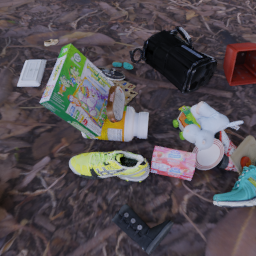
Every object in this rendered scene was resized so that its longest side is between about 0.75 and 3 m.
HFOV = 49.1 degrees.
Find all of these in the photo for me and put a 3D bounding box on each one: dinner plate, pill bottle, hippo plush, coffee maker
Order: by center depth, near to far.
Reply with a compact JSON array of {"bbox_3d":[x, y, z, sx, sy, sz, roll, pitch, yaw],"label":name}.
[{"bbox_3d":[2.362,0.105,8.487,1.541,1.227,1.239,32,80,17],"label":"hippo plush"},{"bbox_3d":[2.910,0.961,10.213,1.287,0.156,1.287,-29,42,30],"label":"dinner plate"},{"bbox_3d":[-0.459,-0.196,10.794,2.456,1.364,1.364,5,50,4],"label":"pill bottle"},{"bbox_3d":[2.135,-2.962,12.988,2.841,1.993,2.958,-36,56,-9],"label":"coffee maker"}]

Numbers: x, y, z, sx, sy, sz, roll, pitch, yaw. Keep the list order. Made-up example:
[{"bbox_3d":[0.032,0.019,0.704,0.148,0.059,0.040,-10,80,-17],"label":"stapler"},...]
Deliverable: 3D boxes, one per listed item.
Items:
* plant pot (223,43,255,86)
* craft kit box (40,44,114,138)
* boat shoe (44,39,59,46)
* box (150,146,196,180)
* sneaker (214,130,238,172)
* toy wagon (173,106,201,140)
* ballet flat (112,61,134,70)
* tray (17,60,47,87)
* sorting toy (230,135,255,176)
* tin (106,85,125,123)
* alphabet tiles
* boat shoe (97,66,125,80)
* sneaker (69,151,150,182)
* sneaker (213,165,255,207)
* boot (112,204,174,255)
[{"bbox_3d":[5.441,-3.185,13.272,1.727,1.726,1.522,-7,37,-6],"label":"plant pot"},{"bbox_3d":[-1.561,-1.188,9.377,0.559,2.303,2.274,-13,54,35],"label":"craft kit box"},{"bbox_3d":[-4.218,-4.743,15.408,0.798,0.276,0.294,-26,54,-20],"label":"boat shoe"},{"bbox_3d":[1.601,1.244,9.967,1.495,0.767,0.708,10,50,9],"label":"box"},{"bbox_3d":[3.815,0.826,10.460,1.041,0.649,1.942,15,41,-5],"label":"sneaker"},{"bbox_3d":[2.660,-0.279,11.509,1.555,0.397,2.004,-13,51,-11],"label":"toy wagon"},{"bbox_3d":[-0.222,-3.190,14.083,1.115,0.378,0.403,8,31,12],"label":"ballet flat"},{"bbox_3d":[-4.716,-2.783,13.772,1.089,0.225,2.028,-1,50,-2],"label":"tray"},{"bbox_3d":[4.564,1.062,9.910,2.088,0.280,1.556,-39,100,-28],"label":"sorting toy"},{"bbox_3d":[-0.398,-0.825,9.496,0.291,0.779,1.392,-6,58,22],"label":"tin"},{"bbox_3d":[-0.720,-1.735,12.973,2.130,0.067,1.772,29,54,23],"label":"alphabet tiles"},{"bbox_3d":[-0.849,-2.664,13.448,1.470,0.443,0.543,15,45,14],"label":"boat shoe"},{"bbox_3d":[-0.659,1.161,9.827,2.849,1.088,1.074,1,51,3],"label":"sneaker"},{"bbox_3d":[3.933,1.810,9.051,2.885,1.118,1.149,-17,84,-17],"label":"sneaker"},{"bbox_3d":[0.451,2.928,8.744,1.564,0.513,1.289,33,55,30],"label":"boot"}]
